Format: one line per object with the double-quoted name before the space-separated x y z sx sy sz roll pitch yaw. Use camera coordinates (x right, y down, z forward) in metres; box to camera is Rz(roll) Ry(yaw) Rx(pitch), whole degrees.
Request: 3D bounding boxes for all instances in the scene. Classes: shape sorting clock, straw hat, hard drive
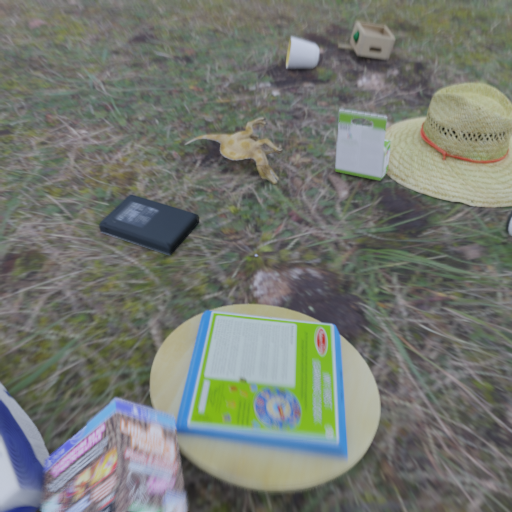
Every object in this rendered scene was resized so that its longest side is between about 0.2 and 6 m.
"shape sorting clock" 0.128 1.680 7.296 2.979 0.584 2.979 3 35 -2
"straw hat" 4.335 -2.644 11.454 3.653 1.546 3.653 0 43 0
"hard drive" -1.922 -0.590 10.144 1.477 0.243 1.031 18 45 19

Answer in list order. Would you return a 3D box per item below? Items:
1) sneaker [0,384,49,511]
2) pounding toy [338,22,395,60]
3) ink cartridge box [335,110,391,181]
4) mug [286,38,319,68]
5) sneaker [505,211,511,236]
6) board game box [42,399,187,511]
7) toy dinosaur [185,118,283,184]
"sneaker" -3.932 2.095 6.575 1.898 1.328 3.287 -40 63 -14
"pounding toy" 3.094 -6.025 15.848 1.194 0.849 1.099 3 42 -12
"ink cartridge box" 2.141 -2.270 11.106 0.995 1.346 0.510 16 40 22
"mug" 1.272 -5.511 15.227 0.802 0.782 0.977 6 48 -5
"sneaker" 5.697 -0.538 9.570 2.494 1.043 1.506 -15 35 -18
"board game box" -1.462 2.604 5.684 1.355 0.823 1.700 -41 40 22
"toy dinosaur" -0.325 -2.388 11.786 2.497 0.727 1.262 31 52 30
